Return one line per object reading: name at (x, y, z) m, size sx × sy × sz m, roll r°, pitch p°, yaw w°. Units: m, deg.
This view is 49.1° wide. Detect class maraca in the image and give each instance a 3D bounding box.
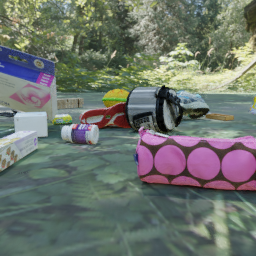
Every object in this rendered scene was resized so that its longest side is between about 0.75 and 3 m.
maraca at (-0.249, -1.471, 15.402) m, size 2.423 × 1.296 × 1.661 m, roll 4°, pitch 3°, yaw 16°

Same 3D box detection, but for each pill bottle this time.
pill bottle at (-1.314, 0.157, 7.690) m, size 0.933 × 0.520 × 0.520 m, roll 3°, pitch 9°, yaw 12°

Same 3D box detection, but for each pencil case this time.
pencil case at (1.099, 0.473, 4.454) m, size 1.967 × 0.922 × 0.893 m, roll 2°, pitch 12°, yaw 10°

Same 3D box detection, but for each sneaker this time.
sneaker at (2.249, -1.098, 12.570) m, size 2.765 × 1.194 × 1.073 m, roll 4°, pitch -37°, yaw -24°
sneaker at (-0.656, -0.536, 10.708) m, size 2.507 × 0.982 × 1.448 m, roll -2°, pitch 10°, yaw -19°

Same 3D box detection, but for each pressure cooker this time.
pressure cooker at (0.953, -0.643, 9.340) m, size 1.747 × 1.560 × 1.536 m, roll 4°, pitch 5°, yaw 29°

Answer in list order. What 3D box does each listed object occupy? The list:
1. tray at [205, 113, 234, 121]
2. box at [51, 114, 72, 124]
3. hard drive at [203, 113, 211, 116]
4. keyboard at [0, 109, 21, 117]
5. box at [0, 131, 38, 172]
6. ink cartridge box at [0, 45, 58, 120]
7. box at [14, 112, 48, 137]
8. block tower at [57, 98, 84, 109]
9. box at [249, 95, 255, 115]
tray at (4.182, -0.504, 12.829) m, size 0.571 × 0.214 × 1.157 m, roll -6°, pitch 10°, yaw -30°
box at (-2.779, -0.364, 11.667) m, size 0.750 × 0.309 × 1.278 m, roll -4°, pitch 11°, yaw -20°
hard drive at (3.659, -0.785, 14.611) m, size 0.970 × 0.196 × 1.470 m, roll 0°, pitch 9°, yaw 2°
keyboard at (-6.030, -0.791, 14.302) m, size 1.637 × 0.324 × 0.852 m, roll 9°, pitch 13°, yaw 41°
box at (-2.539, 0.474, 5.886) m, size 0.487 × 0.455 × 2.350 m, roll 1°, pitch 9°, yaw 3°
ink cartridge box at (-3.889, -1.560, 9.986) m, size 2.627 × 2.675 × 0.579 m, roll 17°, pitch 54°, yaw 1°
box at (-3.083, -0.124, 8.967) m, size 0.951 × 0.664 × 1.249 m, roll -3°, pitch 9°, yaw -16°
block tower at (-4.070, -1.632, 18.506) m, size 2.350 × 0.635 × 0.679 m, roll -9°, pitch 11°, yaw -40°
box at (5.914, -1.032, 11.269) m, size 1.408 × 1.356 × 0.859 m, roll 9°, pitch 18°, yaw -20°
